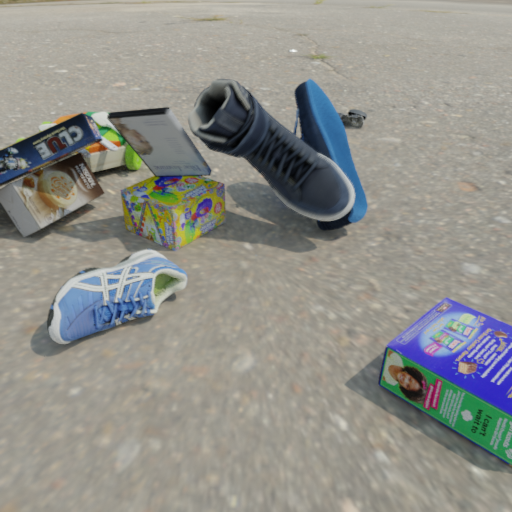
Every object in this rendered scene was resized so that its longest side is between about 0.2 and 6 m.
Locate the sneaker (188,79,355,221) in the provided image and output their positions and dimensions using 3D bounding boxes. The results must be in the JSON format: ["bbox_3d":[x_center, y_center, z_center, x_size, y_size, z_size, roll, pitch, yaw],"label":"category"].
[{"bbox_3d":[0.206,-1.852,9.920,3.221,1.225,2.328,42,11,19],"label":"sneaker"}]

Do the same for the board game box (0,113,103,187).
[{"bbox_3d":[-4.822,-1.881,11.298,3.412,0.590,2.311,-26,16,-5],"label":"board game box"}]

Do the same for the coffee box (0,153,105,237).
[{"bbox_3d":[-4.142,-1.274,11.381,0.721,1.034,1.809,-18,18,38],"label":"coffee box"}]

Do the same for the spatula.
[{"bbox_3d":[-4.004,-2.934,13.654,1.865,0.215,2.682,-18,39,-32],"label":"spatula"}]

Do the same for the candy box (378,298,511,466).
[{"bbox_3d":[2.880,1.511,7.215,1.957,0.754,1.655,26,38,38],"label":"candy box"}]

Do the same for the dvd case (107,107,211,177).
[{"bbox_3d":[-1.749,-2.039,10.339,1.280,1.795,0.157,2,62,24],"label":"dvd case"}]

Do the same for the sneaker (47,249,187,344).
[{"bbox_3d":[-2.076,0.594,8.579,0.924,0.908,2.398,18,37,33],"label":"sneaker"}]

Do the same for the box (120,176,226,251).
[{"bbox_3d":[-1.621,-0.976,11.181,1.434,0.908,1.489,22,38,30],"label":"box"}]

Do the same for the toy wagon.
[{"bbox_3d":[-4.305,-3.193,14.940,3.118,0.795,4.019,4,32,6],"label":"toy wagon"}]

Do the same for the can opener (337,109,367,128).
[{"bbox_3d":[2.546,-4.195,16.900,1.574,0.420,0.526,15,54,24],"label":"can opener"}]

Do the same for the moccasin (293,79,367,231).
[{"bbox_3d":[1.191,-2.076,11.360,1.322,1.121,3.287,17,54,-46],"label":"moccasin"}]
